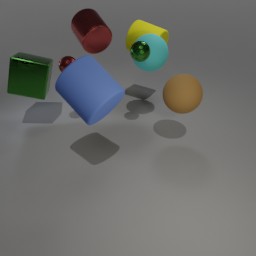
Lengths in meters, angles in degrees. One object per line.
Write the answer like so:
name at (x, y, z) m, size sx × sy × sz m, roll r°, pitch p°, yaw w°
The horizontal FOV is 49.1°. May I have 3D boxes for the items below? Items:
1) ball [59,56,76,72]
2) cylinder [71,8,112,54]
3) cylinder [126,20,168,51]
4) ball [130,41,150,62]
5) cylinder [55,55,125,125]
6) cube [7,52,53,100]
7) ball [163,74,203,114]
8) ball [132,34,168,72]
ball at (-2.194, -2.296, 10.305) m, size 0.700 × 0.700 × 0.700 m, roll 0°, pitch 31°, yaw 0°
cylinder at (-1.605, -4.243, 12.299) m, size 1.400 × 1.400 × 1.400 m, roll -17°, pitch 58°, yaw -25°
cylinder at (0.835, -3.818, 12.270) m, size 1.400 × 1.400 × 1.400 m, roll 29°, pitch 39°, yaw 19°
ball at (0.416, -2.610, 9.547) m, size 0.700 × 0.700 × 0.700 m, roll 0°, pitch 31°, yaw 0°
cylinder at (-1.050, -1.038, 7.817) m, size 1.400 × 1.400 × 1.400 m, roll 47°, pitch 44°, yaw 6°
cube at (-3.822, -2.075, 11.055) m, size 1.400 × 1.400 × 1.400 m, roll 10°, pitch 20°, yaw -12°
ball at (1.929, -1.205, 9.911) m, size 1.400 × 1.400 × 1.400 m, roll 0°, pitch 31°, yaw 0°
ball at (0.840, -2.876, 10.737) m, size 1.400 × 1.400 × 1.400 m, roll 0°, pitch 31°, yaw 0°
